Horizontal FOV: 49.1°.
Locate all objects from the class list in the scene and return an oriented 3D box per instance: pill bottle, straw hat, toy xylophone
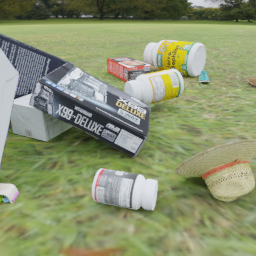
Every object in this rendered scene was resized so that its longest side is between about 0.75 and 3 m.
[{"bbox_3d":[0.726,-1.140,7.989,1.546,0.872,0.872,-16,28,-22],"label":"pill bottle"},{"bbox_3d":[-0.035,0.945,4.290,0.924,0.526,0.526,7,25,14],"label":"pill bottle"},{"bbox_3d":[1.588,0.779,4.397,1.577,1.577,0.668,-7,65,-16],"label":"straw hat"},{"bbox_3d":[1.998,-3.121,12.335,2.496,1.408,1.408,19,30,35],"label":"pill bottle"},{"bbox_3d":[-2.168,1.069,4.423,0.765,0.192,0.560,5,24,11],"label":"toy xylophone"}]

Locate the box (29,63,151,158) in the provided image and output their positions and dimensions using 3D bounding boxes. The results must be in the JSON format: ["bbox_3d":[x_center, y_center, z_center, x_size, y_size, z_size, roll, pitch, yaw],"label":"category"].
[{"bbox_3d":[-0.669,-0.497,6.245,2.376,0.591,1.874,27,24,-4],"label":"box"}]

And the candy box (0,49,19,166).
[{"bbox_3d":[-3.151,-0.213,4.276,2.405,0.860,2.017,1,68,2],"label":"candy box"}]

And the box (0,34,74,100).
[{"bbox_3d":[-3.380,-1.591,7.703,2.521,1.505,2.564,18,5,35],"label":"box"}]

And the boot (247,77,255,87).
[{"bbox_3d":[5.026,-1.739,10.320,0.527,0.540,1.432,-11,25,-18],"label":"boot"}]

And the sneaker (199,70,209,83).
[{"bbox_3d":[3.001,-2.032,11.137,0.387,0.398,0.999,1,25,3],"label":"sneaker"}]

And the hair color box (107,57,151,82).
[{"bbox_3d":[-0.012,-2.514,11.894,1.089,0.657,2.145,-11,27,-25],"label":"hair color box"}]

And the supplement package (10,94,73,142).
[{"bbox_3d":[-2.042,-0.335,6.792,1.071,0.823,1.120,12,27,25],"label":"supplement package"}]
